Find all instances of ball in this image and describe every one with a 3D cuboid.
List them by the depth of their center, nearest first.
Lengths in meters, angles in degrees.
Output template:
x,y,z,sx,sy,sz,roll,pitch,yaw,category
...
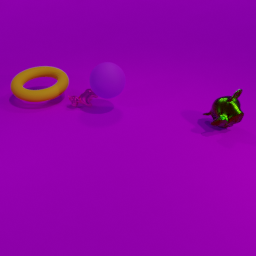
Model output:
x,y,z,sx,sy,sz,roll,pitch,yaw,category
-0.676,-1.568,9.264,1.191,1.191,1.191,0,30,0,ball

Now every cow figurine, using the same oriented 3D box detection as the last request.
x,y,z,sx,sy,sz,roll,pitch,yaw,category
-1.609,-1.080,9.896,0.873,0.887,0.487,33,-1,3,cow figurine

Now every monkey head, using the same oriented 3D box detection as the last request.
x,y,z,sx,sy,sz,roll,pitch,yaw,category
2.809,-0.489,8.360,1.115,1.550,0.934,-7,69,-35,monkey head

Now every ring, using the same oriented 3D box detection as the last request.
x,y,z,sx,sy,sz,roll,pitch,yaw,category
-3.239,-1.653,10.343,2.085,0.417,2.085,0,41,0,ring
